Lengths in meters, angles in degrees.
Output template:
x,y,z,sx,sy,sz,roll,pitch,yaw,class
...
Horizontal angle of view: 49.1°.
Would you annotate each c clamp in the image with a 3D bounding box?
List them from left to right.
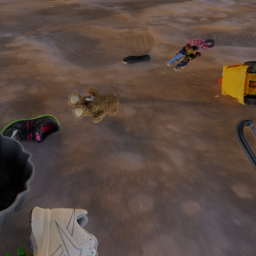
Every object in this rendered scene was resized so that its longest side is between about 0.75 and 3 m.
x,y,z,sx,sy,sz,roll,pitch,yaw,class
2.957,0.390,6.420,0.208,1.532,1.309,-25,15,50,c clamp

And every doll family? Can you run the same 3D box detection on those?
x,y,z,sx,sy,sz,roll,pitch,yaw,class
2.243,-2.799,10.879,1.101,0.748,1.905,-30,8,35,doll family

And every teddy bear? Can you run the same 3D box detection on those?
x,y,z,sx,sy,sz,roll,pitch,yaw,class
-1.039,-0.679,8.404,1.155,0.532,1.593,49,45,11,teddy bear

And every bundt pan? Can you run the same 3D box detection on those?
x,y,z,sx,sy,sz,roll,pitch,yaw,class
-3.199,1.141,5.462,2.589,0.972,2.589,12,35,-9,bundt pan

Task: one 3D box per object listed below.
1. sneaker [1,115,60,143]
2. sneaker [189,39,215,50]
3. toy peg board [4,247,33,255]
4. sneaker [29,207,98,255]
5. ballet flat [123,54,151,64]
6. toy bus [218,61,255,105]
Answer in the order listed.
x,y,z,sx,sy,sz,roll,pitch,yaw,class
-2.629,0.094,7.572,1.670,0.641,0.700,-25,38,-30,sneaker
3.545,-4.082,13.694,1.346,0.543,0.503,-5,19,-19,sneaker
-1.923,2.427,4.384,0.949,0.464,0.945,-15,38,-20,toy peg board
-0.953,2.147,4.360,1.117,0.955,2.564,-7,35,-15,sneaker
0.387,-2.975,12.325,1.243,0.353,0.413,-6,59,0,ballet flat
4.198,-1.695,9.731,2.014,1.367,1.934,-11,21,-20,toy bus
